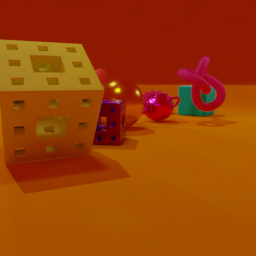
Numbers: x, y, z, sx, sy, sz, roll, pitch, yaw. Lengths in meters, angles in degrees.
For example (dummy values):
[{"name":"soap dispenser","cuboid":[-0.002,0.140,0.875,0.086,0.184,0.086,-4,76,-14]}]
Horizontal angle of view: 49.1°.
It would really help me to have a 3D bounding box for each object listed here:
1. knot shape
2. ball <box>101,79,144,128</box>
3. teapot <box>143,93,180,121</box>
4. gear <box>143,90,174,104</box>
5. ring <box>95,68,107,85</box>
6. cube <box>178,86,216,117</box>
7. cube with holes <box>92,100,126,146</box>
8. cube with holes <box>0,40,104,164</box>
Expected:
[{"name":"knot shape","cuboid":[2.434,-1.335,8.963,0.819,1.660,1.773,-26,4,42]},{"name":"ball","cuboid":[-0.228,-0.635,7.390,1.321,1.321,1.321,0,10,0]},{"name":"teapot","cuboid":[0.893,-0.711,8.802,1.553,0.760,0.965,-12,38,-3]},{"name":"gear","cuboid":[1.177,-1.063,11.123,1.240,0.229,1.240,5,41,-4]},{"name":"ring","cuboid":[-1.285,-0.980,8.466,0.384,1.918,1.918,35,1,-15]},{"name":"cube","cuboid":[2.615,-1.052,10.637,1.079,1.079,1.079,7,12,34]},{"name":"cube with holes","cuboid":[-0.518,-0.144,5.931,0.847,0.847,0.847,1,10,7]},{"name":"cube with holes","cuboid":[-1.345,-0.453,4.574,1.364,1.364,1.364,-4,45,-24]}]
